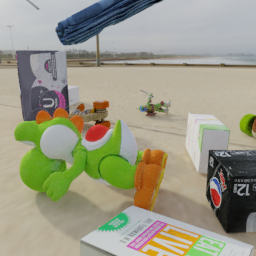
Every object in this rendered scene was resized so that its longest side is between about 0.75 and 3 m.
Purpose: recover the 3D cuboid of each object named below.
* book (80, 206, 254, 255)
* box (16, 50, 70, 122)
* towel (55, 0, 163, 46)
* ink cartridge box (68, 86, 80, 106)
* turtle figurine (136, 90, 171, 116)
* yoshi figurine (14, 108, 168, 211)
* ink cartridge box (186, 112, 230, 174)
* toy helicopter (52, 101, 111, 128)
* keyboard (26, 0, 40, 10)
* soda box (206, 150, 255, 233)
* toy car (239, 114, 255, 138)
[{"bbox_3d":[0.453,1.469,3.295,1.704,0.410,1.139,8,14,34],"label":"book"},{"bbox_3d":[-3.026,-1.495,10.045,1.651,2.499,1.433,-6,17,-21],"label":"box"},{"bbox_3d":[-0.506,-3.052,7.466,2.940,0.713,1.641,-31,21,-7],"label":"towel"},{"bbox_3d":[-3.537,-1.621,13.732,1.979,0.834,1.445,3,15,10],"label":"ink cartridge box"},{"bbox_3d":[1.028,-1.003,11.322,1.247,0.925,1.286,3,18,-6],"label":"turtle figurine"},{"bbox_3d":[-0.774,0.726,4.952,2.722,1.530,1.524,17,59,10],"label":"yoshi figurine"},{"bbox_3d":[1.754,0.261,6.410,0.575,1.000,1.708,3,16,1],"label":"ink cartridge box"},{"bbox_3d":[-1.736,-0.376,9.170,2.237,0.883,1.480,-13,17,-32],"label":"toy helicopter"},{"bbox_3d":[-2.938,-3.642,7.473,1.432,0.076,0.403,41,3,11],"label":"keyboard"},{"bbox_3d":[2.743,0.891,4.251,2.882,0.913,1.020,-1,16,-2],"label":"soda box"},{"bbox_3d":[4.397,-0.768,7.684,1.838,2.330,1.914,-5,16,-19],"label":"toy car"}]
